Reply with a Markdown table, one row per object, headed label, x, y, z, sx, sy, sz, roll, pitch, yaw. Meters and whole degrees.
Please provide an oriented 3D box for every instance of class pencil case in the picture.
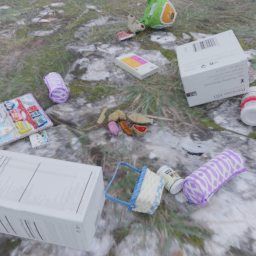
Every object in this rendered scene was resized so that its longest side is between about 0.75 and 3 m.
| label | x | y | z | sx | sy | sz | roll | pitch | yaw |
| --- | --- | --- | --- | --- | --- | --- | --- | --- | --- |
| pencil case | -3.025 | -1.726 | 11.714 | 0.780 | 0.766 | 1.825 | 10 | 24 | -32 |
| pencil case | 2.619 | 1.459 | 8.479 | 2.139 | 0.898 | 0.915 | -30 | 46 | -28 |

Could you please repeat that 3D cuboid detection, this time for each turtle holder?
| label | x | y | z | sx | sy | sz | roll | pitch | yaw |
| --- | --- | --- | --- | --- | --- | --- | --- | --- | --- |
| turtle holder | 1.763 | -6.679 | 16.663 | 1.712 | 2.410 | 1.831 | 16 | 76 | -18 |

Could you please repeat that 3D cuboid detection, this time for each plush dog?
| label | x | y | z | sx | sy | sz | roll | pitch | yaw |
| --- | --- | --- | --- | --- | --- | --- | --- | --- | --- |
| plush dog | 0.442 | -6.045 | 16.600 | 1.212 | 0.972 | 1.041 | 42 | 37 | 1 |

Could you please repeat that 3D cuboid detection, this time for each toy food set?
| label | x | y | z | sx | sy | sz | roll | pitch | yaw |
| --- | --- | --- | --- | --- | --- | --- | --- | --- | --- |
| toy food set | -0.111 | -0.121 | 10.626 | 1.968 | 0.310 | 1.251 | 17 | 46 | 6 |

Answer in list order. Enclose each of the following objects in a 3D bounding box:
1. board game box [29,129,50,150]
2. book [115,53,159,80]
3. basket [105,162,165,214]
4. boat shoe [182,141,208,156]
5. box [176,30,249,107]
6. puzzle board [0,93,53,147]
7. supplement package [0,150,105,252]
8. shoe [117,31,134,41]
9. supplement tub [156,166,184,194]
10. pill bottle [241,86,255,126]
| label | x | y | z | sx | sy | sz | roll | pitch | yaw |
| --- | --- | --- | --- | --- | --- | --- | --- | --- | --- |
| board game box | -3.247 | 0.346 | 10.190 | 0.604 | 0.166 | 0.957 | -18 | 46 | -18 |
| book | 0.426 | -3.051 | 13.619 | 1.208 | 0.435 | 1.809 | -31 | 53 | -31 |
| basket | 0.215 | 1.731 | 8.029 | 1.503 | 1.045 | 1.325 | 26 | 46 | 2 |
| boat shoe | 2.087 | 0.706 | 8.884 | 1.259 | 0.356 | 0.432 | 11 | 33 | -44 |
| box | 3.422 | -2.479 | 11.599 | 2.458 | 1.615 | 2.471 | -14 | 42 | 15 |
| puzzle board | -4.321 | -0.456 | 10.869 | 1.982 | 0.229 | 2.631 | -24 | 44 | -24 |
| supplement package | -2.272 | 1.896 | 7.490 | 2.949 | 1.615 | 1.677 | 9 | 44 | 9 |
| shoe | -0.151 | -5.298 | 15.882 | 0.955 | 0.434 | 0.341 | -25 | 14 | -20 |
| supplement tub | 1.287 | 1.579 | 8.601 | 0.561 | 0.561 | 0.774 | -28 | 50 | -26 |
| pill bottle | 4.935 | -0.907 | 10.976 | 0.915 | 0.915 | 1.629 | 14 | 44 | 14 |
